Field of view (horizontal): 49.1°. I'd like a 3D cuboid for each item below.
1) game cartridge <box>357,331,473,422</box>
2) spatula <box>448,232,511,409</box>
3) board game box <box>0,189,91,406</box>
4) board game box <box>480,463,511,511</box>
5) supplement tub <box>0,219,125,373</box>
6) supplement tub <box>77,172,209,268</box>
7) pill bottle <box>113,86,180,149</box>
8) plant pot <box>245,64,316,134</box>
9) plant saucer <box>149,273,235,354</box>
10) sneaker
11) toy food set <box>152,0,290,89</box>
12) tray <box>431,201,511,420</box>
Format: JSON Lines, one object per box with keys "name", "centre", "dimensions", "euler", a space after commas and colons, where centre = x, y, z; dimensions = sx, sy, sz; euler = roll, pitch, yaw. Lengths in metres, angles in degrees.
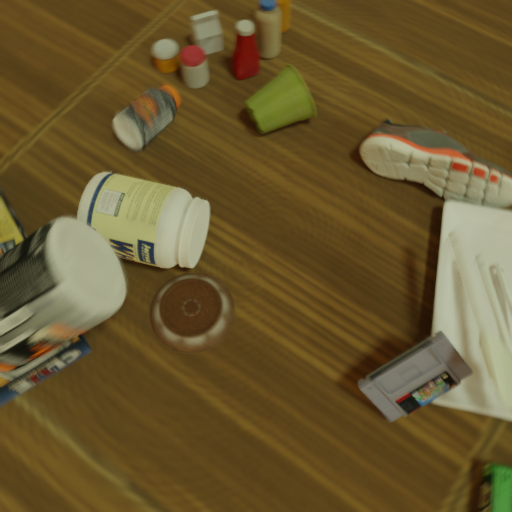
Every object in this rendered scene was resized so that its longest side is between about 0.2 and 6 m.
{"name": "game cartridge", "centre": [2.080, 1.605, 7.296], "dimensions": [1.286, 0.247, 0.834], "euler": [-37, 111, 15]}
{"name": "spatula", "centre": [3.238, 0.909, 7.348], "dimensions": [1.791, 0.207, 2.576], "euler": [26, 47, -33]}
{"name": "board game box", "centre": [-4.386, 0.508, 8.196], "dimensions": [2.456, 0.627, 3.626], "euler": [-31, 69, -14]}
{"name": "board game box", "centre": [3.598, 4.880, 6.235], "dimensions": [2.327, 0.521, 4.442], "euler": [12, 65, 8]}
{"name": "supplement tub", "centre": [-2.751, 0.572, 6.742], "dimensions": [2.115, 1.296, 1.296], "euler": [-29, 65, 19]}
{"name": "supplement tub", "centre": [-1.644, -0.502, 8.343], "dimensions": [1.687, 1.223, 1.223], "euler": [13, 65, 6]}
{"name": "pill bottle", "centre": [-1.810, -2.409, 9.526], "dimensions": [0.634, 0.634, 1.193], "euler": [31, 59, 13]}
{"name": "plant pot", "centre": [0.361, -2.574, 9.563], "dimensions": [0.962, 1.013, 1.013], "euler": [-30, 68, 0]}
{"name": "plant saucer", "centre": [-0.958, 0.795, 8.292], "dimensions": [1.276, 0.233, 1.276], "euler": [0, 64, -1]}
{"name": "sneaker", "centre": [3.050, -1.639, 9.059], "dimensions": [2.576, 0.993, 1.055], "euler": [23, 61, 10]}
{"name": "toy food set", "centre": [-0.521, -4.009, 9.997], "dimensions": [2.707, 1.218, 1.292], "euler": [-19, 66, -9]}
{"name": "tray", "centre": [3.457, 0.753, 8.232], "dimensions": [1.732, 0.358, 3.226], "euler": [12, 65, 5]}
